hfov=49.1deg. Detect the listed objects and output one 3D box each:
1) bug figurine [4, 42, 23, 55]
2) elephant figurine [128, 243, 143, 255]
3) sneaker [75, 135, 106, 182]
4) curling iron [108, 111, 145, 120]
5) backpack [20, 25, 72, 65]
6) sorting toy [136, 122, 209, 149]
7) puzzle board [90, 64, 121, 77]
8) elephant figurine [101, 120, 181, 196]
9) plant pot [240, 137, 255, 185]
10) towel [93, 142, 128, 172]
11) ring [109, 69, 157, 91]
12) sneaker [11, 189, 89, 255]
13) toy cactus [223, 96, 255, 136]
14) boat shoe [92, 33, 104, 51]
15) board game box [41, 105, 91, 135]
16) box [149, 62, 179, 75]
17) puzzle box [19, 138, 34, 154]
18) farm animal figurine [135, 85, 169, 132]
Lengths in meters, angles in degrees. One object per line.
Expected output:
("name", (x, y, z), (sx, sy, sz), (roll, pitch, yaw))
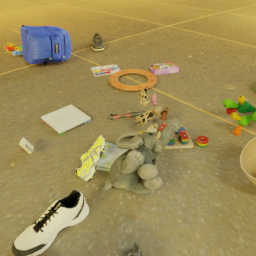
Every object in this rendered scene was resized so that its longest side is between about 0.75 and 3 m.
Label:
("bug figurine", (-6.962, -5.058, 18.041), (1.640, 0.544, 2.115), (-17, 34, -32))
("elephant figurine", (0.200, 3.129, 6.589), (0.799, 0.620, 0.565), (23, 84, 45))
("sneaker", (-1.171, 0.899, 9.018), (0.603, 0.595, 1.578), (23, 65, -4))
("curling iron", (0.006, -0.600, 12.001), (1.793, 0.229, 0.445), (-8, 36, -11))
("backpack", (-4.594, -4.740, 16.297), (2.626, 2.134, 2.204), (-13, 35, -32))
("sorting toy", (1.627, 0.219, 10.659), (2.670, 0.452, 1.287), (-3, 35, -3))
("puzzle board", (-1.244, -3.300, 15.900), (1.605, 0.140, 1.210), (-11, 37, -15))
("elephant figurine", (0.457, 0.811, 8.887), (1.887, 1.721, 2.433), (18, 43, 0))
("plant pot", (4.577, 1.210, 8.160), (2.126, 1.427, 2.126), (-27, 28, 16))
("towel", (-0.699, 0.996, 9.681), (1.394, 0.336, 1.193), (8, 39, 12))
("ring", (0.266, -2.496, 14.693), (2.494, 0.239, 2.494), (0, 36, 0))
("sneaker", (-2.012, 2.382, 7.251), (0.815, 0.885, 2.212), (29, 46, 32))
("toy cactus", (5.276, -0.443, 11.137), (2.946, 1.507, 2.431), (15, 19, 24))
("boat shoe", (-2.086, -5.867, 19.009), (0.786, 0.723, 2.200), (-6, 36, -8))
("board game box", (-2.583, -0.359, 11.691), (1.515, 0.196, 1.515), (-28, 44, -33))
("box", (2.037, -3.394, 15.895), (1.444, 0.282, 0.988), (-8, 36, -12))
("puzzle box", (-3.564, 0.619, 9.850), (0.099, 0.517, 0.777), (-43, 16, -2))
("farm animal figurine", (0.833, -0.650, 10.649), (1.516, 0.790, 1.499), (40, 79, -6))
